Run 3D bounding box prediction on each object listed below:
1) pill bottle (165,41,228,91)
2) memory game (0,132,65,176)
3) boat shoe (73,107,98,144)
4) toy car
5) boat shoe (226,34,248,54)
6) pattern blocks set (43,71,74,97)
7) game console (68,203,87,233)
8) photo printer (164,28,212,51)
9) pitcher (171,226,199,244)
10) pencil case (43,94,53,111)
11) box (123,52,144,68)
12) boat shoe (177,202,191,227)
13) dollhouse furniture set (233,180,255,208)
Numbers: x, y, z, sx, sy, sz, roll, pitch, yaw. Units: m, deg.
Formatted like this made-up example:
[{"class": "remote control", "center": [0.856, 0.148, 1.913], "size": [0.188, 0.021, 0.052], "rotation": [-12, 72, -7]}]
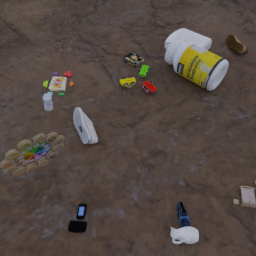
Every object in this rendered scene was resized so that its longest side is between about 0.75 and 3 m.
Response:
[{"class": "pill bottle", "center": [3.083, -2.970, 12.932], "size": [2.696, 1.510, 1.510], "rotation": [35, 60, 25]}, {"class": "memory game", "center": [-3.052, 0.876, 9.126], "size": [2.186, 2.186, 0.139], "rotation": [-29, 68, -21]}, {"class": "boat shoe", "center": [-1.688, -0.103, 11.263], "size": [0.588, 0.643, 1.788], "rotation": [5, 41, -40]}, {"class": "toy car", "center": [0.644, -2.309, 13.127], "size": [1.766, 0.394, 1.662], "rotation": [15, 53, 11]}, {"class": "boat shoe", "center": [5.748, -4.375, 14.722], "size": [0.591, 0.593, 1.643], "rotation": [12, 34, -30]}, {"class": "pattern blocks set", "center": [-3.255, -2.085, 13.112], "size": [1.412, 0.130, 1.607], "rotation": [-8, 53, -6]}, {"class": "game console", "center": [-1.598, 2.936, 9.178], "size": [0.570, 0.117, 0.967], "rotation": [4, 51, 3]}, {"class": "photo printer", "center": [3.035, -4.340, 14.507], "size": [2.044, 0.710, 1.701], "rotation": [31, 59, 23]}, {"class": "pitcher", "center": [1.740, 3.327, 8.561], "size": [0.818, 0.496, 0.702], "rotation": [2, 16, 4]}, {"class": "pencil case", "center": [-3.029, -0.964, 10.600], "size": [0.320, 0.769, 0.349], "rotation": [7, 60, -5]}, {"class": "box", "center": [0.286, -3.452, 14.140], "size": [0.844, 0.208, 0.674], "rotation": [36, 62, 25]}, {"class": "boat shoe", "center": [1.780, 2.842, 9.128], "size": [0.377, 0.307, 0.896], "rotation": [-13, 53, -10]}, {"class": "dollhouse furniture set", "center": [4.258, 2.084, 9.535], "size": [1.247, 0.609, 1.063], "rotation": [7, 52, 5]}]
